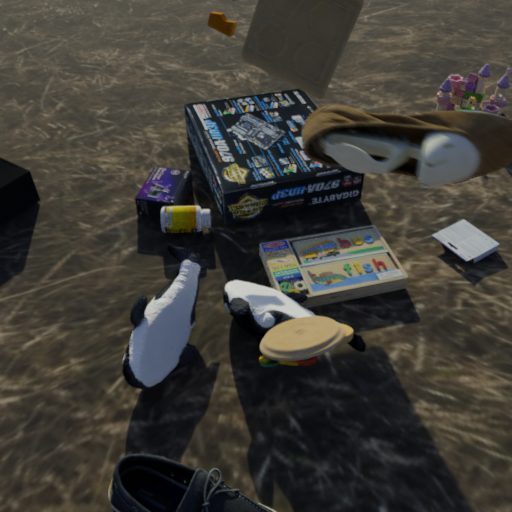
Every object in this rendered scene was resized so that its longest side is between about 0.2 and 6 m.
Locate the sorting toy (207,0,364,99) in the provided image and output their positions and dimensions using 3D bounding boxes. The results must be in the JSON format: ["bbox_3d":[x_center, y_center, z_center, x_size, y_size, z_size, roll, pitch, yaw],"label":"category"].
[{"bbox_3d":[0.492,-4.765,11.309,2.937,2.188,0.393,31,39,11],"label":"sorting toy"}]

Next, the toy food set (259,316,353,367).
[{"bbox_3d":[0.547,1.006,6.630,1.045,0.257,1.056,-2,20,35],"label":"toy food set"}]

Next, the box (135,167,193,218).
[{"bbox_3d":[-1.959,-1.365,12.049,0.877,0.490,1.242,10,43,6],"label":"box"}]

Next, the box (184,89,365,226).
[{"bbox_3d":[0.268,-2.473,12.923,3.137,0.908,3.946,-12,44,-13],"label":"box"}]

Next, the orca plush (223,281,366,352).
[{"bbox_3d":[0.460,1.204,8.993,2.692,0.957,1.416,13,18,30],"label":"orca plush"}]

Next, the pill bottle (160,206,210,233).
[{"bbox_3d":[-1.416,-0.737,11.311,0.973,0.531,0.531,-2,42,-2],"label":"pill bottle"}]

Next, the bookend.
[{"bbox_3d":[-5.859,-1.306,11.739,1.726,0.800,1.737,23,48,25],"label":"bookend"}]

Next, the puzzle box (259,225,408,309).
[{"bbox_3d":[1.403,0.176,10.475,2.409,0.306,1.603,-10,43,-11],"label":"puzzle box"}]

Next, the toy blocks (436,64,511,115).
[{"bbox_3d":[5.758,-4.367,14.593,1.639,1.477,1.754,26,48,26],"label":"toy blocks"}]

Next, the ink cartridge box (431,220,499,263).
[{"bbox_3d":[4.094,-0.255,11.032,0.947,0.192,0.945,-22,47,-23],"label":"ink cartridge box"}]

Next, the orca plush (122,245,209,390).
[{"bbox_3d":[-1.664,0.994,9.108,0.922,1.365,2.594,-18,53,36],"label":"orca plush"}]

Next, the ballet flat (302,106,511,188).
[{"bbox_3d":[1.670,-1.205,6.358,2.531,0.858,0.916,13,43,19],"label":"ballet flat"}]

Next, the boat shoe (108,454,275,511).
[{"bbox_3d":[-0.703,3.135,6.882,2.543,0.791,0.949,17,43,16],"label":"boat shoe"}]
